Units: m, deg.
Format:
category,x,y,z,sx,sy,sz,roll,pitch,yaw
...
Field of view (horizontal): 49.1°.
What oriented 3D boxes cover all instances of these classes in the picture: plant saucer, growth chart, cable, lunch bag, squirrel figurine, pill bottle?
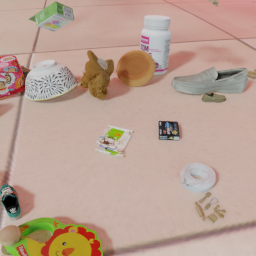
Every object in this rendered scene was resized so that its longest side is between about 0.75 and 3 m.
category,x,y,z,sx,sy,sz,roll,pitch,yaw
plant saucer,0.292,-2.442,11.265,1.604,0.300,1.604,-2,76,10
growth chart,-0.429,0.356,8.341,1.014,0.124,1.401,8,36,13
cable,1.732,1.228,6.966,0.858,0.297,0.858,4,34,4
lunch bag,-5.543,-2.003,10.724,2.819,1.155,2.483,-15,38,-20
squirrel figurine,-1.257,-1.774,10.297,1.092,1.440,1.543,7,59,-41
pill bottle,1.140,-3.509,11.828,1.262,2.227,1.262,2,29,-1

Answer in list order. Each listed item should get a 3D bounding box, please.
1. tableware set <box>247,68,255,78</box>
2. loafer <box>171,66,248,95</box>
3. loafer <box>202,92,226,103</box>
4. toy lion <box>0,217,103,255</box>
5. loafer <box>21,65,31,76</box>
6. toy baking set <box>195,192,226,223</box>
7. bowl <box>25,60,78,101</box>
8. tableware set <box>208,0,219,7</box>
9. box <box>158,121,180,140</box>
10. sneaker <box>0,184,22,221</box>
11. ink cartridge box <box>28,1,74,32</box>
category,x,y,z,sx,sy,sz,roll,pitch,yaw
tableware set,5.812,-2.240,11.890,1.731,0.201,1.446,-22,41,-28
loafer,3.101,-1.884,10.691,2.888,1.008,1.010,-3,36,-4
loafer,3.159,-1.125,10.241,0.900,0.304,0.342,-4,36,-6
toy lion,-1.378,2.318,5.320,1.619,0.580,1.689,-19,39,-35
loafer,-4.466,-2.482,11.998,1.021,0.386,0.349,12,70,17
toy baking set,1.835,1.806,6.346,0.621,0.094,0.810,-6,36,-13
bowl,-3.016,-1.941,10.508,2.078,0.975,2.078,-10,31,6
tableware set,1.647,-4.786,9.369,2.865,0.332,2.393,14,35,-17
box,1.256,0.075,8.667,0.630,0.182,0.792,3,36,4
sneaker,-2.681,1.577,6.357,0.383,0.429,1.072,-22,41,-27
ink cartridge box,-2.438,-3.421,8.848,1.377,0.408,0.715,-12,-5,34
